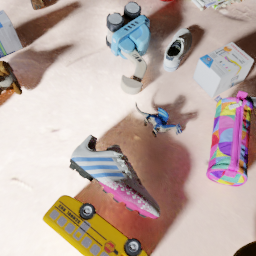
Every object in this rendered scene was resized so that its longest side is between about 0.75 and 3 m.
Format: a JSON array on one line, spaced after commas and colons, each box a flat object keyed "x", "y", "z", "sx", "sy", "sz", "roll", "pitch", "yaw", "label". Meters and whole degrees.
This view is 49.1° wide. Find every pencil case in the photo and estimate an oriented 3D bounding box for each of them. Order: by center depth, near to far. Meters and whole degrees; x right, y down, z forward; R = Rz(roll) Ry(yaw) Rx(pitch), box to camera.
[{"x": 2.838, "y": 0.284, "z": 7.768, "sx": 1.139, "sy": 1.139, "sz": 2.578, "roll": 12, "pitch": 63, "yaw": 7, "label": "pencil case"}]

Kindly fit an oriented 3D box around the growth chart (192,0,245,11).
[{"x": 3.602, "y": -5.448, "z": 11.569, "sx": 2.166, "sy": 0.192, "sz": 1.567, "roll": -19, "pitch": 63, "yaw": -11, "label": "growth chart"}]

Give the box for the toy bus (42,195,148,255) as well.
[{"x": -0.745, "y": 2.582, "z": 6.621, "sx": 2.497, "sy": 0.813, "sz": 0.978, "roll": 33, "pitch": 65, "yaw": 17, "label": "toy bus"}]

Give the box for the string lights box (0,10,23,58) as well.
[{"x": -5.014, "y": -2.841, "z": 9.454, "sx": 2.471, "sy": 1.270, "sz": 0.729, "roll": -30, "pitch": 65, "yaw": -16, "label": "string lights box"}]

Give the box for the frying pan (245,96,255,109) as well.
[{"x": 4.331, "y": -0.666, "z": 8.661, "sx": 1.274, "sy": 2.106, "sz": 0.343, "roll": 26, "pitch": 101, "yaw": 53, "label": "frying pan"}]

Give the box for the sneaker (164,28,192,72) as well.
[{"x": 1.811, "y": -2.879, "z": 9.793, "sx": 0.742, "sy": 0.719, "sz": 2.031, "roll": 18, "pitch": 62, "yaw": 10, "label": "sneaker"}]

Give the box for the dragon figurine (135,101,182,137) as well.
[{"x": 0.923, "y": -0.268, "z": 8.448, "sx": 0.802, "sy": 0.475, "sz": 1.612, "roll": -33, "pitch": 66, "yaw": -17, "label": "dragon figurine"}]

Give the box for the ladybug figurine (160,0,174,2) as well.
[{"x": 1.334, "y": -5.964, "z": 11.458, "sx": 1.661, "sy": 0.880, "sz": 2.447, "roll": -27, "pitch": 64, "yaw": -15, "label": "ladybug figurine"}]

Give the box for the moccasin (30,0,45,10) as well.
[{"x": -3.737, "y": -5.475, "z": 11.359, "sx": 0.613, "sy": 0.581, "sz": 1.589, "roll": -17, "pitch": 61, "yaw": -12, "label": "moccasin"}]

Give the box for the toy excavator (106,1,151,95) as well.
[{"x": 0.164, "y": -2.658, "z": 9.501, "sx": 2.455, "sy": 1.261, "sz": 2.525, "roll": -40, "pitch": 77, "yaw": -19, "label": "toy excavator"}]

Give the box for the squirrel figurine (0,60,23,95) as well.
[{"x": -4.399, "y": -1.531, "z": 8.978, "sx": 1.443, "sy": 1.094, "sz": 1.546, "roll": -28, "pitch": 49, "yaw": -6, "label": "squirrel figurine"}]

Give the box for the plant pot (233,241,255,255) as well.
[{"x": 3.337, "y": 3.405, "z": 5.655, "sx": 2.128, "sy": 2.128, "sz": 1.510, "roll": -12, "pitch": 92, "yaw": -7, "label": "plant pot"}]

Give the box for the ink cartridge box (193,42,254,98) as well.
[{"x": 3.047, "y": -1.881, "z": 9.049, "sx": 1.400, "sy": 1.013, "sz": 1.031, "roll": -28, "pitch": 64, "yaw": -16, "label": "ink cartridge box"}]

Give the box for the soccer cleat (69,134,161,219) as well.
[{"x": -0.233, "y": 1.165, "z": 7.239, "sx": 2.856, "sy": 0.998, "sz": 1.233, "roll": 31, "pitch": 81, "yaw": 18, "label": "soccer cleat"}]
